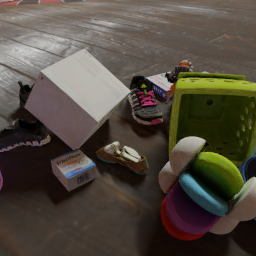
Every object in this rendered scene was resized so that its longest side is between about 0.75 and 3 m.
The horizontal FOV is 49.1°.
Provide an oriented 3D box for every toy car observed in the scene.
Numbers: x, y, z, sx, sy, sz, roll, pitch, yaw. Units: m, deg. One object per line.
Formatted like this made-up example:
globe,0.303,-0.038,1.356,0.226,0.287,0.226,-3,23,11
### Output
toy car,1.529,1.565,6.229,2.110,2.411,1.808,40,58,16

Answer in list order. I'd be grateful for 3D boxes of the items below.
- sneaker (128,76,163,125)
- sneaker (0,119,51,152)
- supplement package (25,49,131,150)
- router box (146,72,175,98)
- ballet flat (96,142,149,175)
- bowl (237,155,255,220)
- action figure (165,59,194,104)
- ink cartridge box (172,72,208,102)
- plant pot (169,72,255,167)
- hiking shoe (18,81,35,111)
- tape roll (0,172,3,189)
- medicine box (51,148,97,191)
sneaker,0.638,-1.223,11.237,1.076,1.276,2.916,-7,35,-10
sneaker,-3.840,0.165,9.404,2.302,1.041,0.765,-7,34,-10
supplement package,-1.667,-1.019,9.664,2.332,1.793,2.438,42,40,-1
router box,1.890,-2.074,13.272,1.488,0.405,1.657,-18,38,-24
ballet flat,-0.195,0.828,8.741,1.892,0.684,0.642,21,37,28
bowl,4.033,1.655,7.273,2.486,0.488,2.486,7,40,-6
action figure,2.362,-1.814,10.970,1.962,1.026,1.898,3,75,13
ink cartridge box,3.066,-1.429,11.822,2.505,0.956,1.709,-24,41,-33
plant pot,2.670,-0.473,9.112,2.591,2.578,2.351,4,28,6
hiking shoe,-3.406,-1.228,11.286,2.444,1.230,0.925,10,35,14
tape roll,-4.641,1.496,7.774,2.044,0.671,2.044,1,34,0
medicine box,-1.611,1.212,8.311,0.946,0.534,1.038,-24,41,-32
